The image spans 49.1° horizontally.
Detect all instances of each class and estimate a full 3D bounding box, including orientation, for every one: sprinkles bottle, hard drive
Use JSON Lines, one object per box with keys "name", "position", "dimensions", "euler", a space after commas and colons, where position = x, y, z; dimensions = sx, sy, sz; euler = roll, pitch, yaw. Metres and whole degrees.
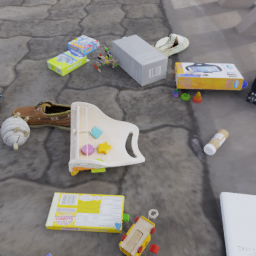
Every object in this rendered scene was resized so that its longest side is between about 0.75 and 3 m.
{"name": "sprinkles bottle", "position": [3.013, 0.473, 9.532], "dimensions": [0.377, 0.377, 1.104], "euler": [31, 52, 28]}
{"name": "hard drive", "position": [3.253, 2.762, 7.228], "dimensions": [1.481, 0.295, 2.246], "euler": [5, 44, 5]}

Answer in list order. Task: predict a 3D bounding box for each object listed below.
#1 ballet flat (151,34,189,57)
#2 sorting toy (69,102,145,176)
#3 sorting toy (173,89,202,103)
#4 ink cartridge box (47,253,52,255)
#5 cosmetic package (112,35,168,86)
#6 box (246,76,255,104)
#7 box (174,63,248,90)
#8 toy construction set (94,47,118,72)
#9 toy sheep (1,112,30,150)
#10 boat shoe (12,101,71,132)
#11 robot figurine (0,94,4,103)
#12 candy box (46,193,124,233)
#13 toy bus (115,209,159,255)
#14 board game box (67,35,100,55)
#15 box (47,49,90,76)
{"name": "ballet flat", "position": [2.127, -4.132, 13.876], "dimensions": [0.994, 0.919, 2.947], "euler": [33, 53, 28]}
{"name": "sorting toy", "position": [-0.679, 0.501, 8.966], "dimensions": [2.315, 1.374, 2.572], "euler": [1, 44, -10]}
{"name": "sorting toy", "position": [2.442, -1.378, 11.409], "dimensions": [1.218, 0.420, 0.422], "euler": [15, 46, 14]}
{"name": "ink cartridge box", "position": [-1.964, 3.706, 6.054], "dimensions": [1.377, 0.327, 1.393], "euler": [-39, 58, -15]}
{"name": "cosmetic package", "position": [0.483, -3.141, 12.739], "dimensions": [1.393, 1.176, 2.608], "euler": [-22, 45, -21]}
{"name": "box", "position": [5.879, -1.766, 11.254], "dimensions": [1.419, 1.187, 1.910], "euler": [26, 51, 24]}
{"name": "box", "position": [3.503, -2.222, 11.890], "dimensions": [2.927, 0.607, 1.743], "euler": [0, 32, 5]}
{"name": "toy construction set", "position": [-0.961, -2.985, 12.836], "dimensions": [0.817, 1.064, 0.887], "euler": [47, 15, 12]}
{"name": "toy sheep", "position": [-3.802, 0.125, 9.485], "dimensions": [1.013, 1.013, 1.470], "euler": [-8, 46, -8]}
{"name": "boat shoe", "position": [-3.000, -0.577, 10.221], "dimensions": [2.677, 0.910, 0.963], "euler": [4, 44, 4]}
{"name": "robot figurine", "position": [-6.032, -0.970, 10.582], "dimensions": [1.817, 0.730, 2.506], "euler": [41, 55, 12]}
{"name": "candy box", "position": [-1.136, 2.312, 7.714], "dimensions": [2.011, 0.266, 1.028], "euler": [2, 47, 3]}
{"name": "toy bus", "position": [0.285, 2.733, 7.055], "dimensions": [1.138, 0.588, 1.074], "euler": [-8, 50, -2]}
{"name": "board game box", "position": [-2.286, -4.271, 14.438], "dimensions": [1.182, 0.330, 1.157], "euler": [28, 50, 26]}
{"name": "box", "position": [-2.784, -3.163, 13.254], "dimensions": [1.056, 0.413, 1.732], "euler": [31, 53, 27]}
